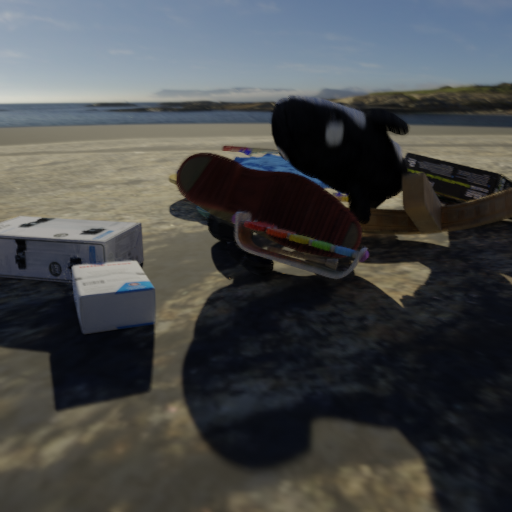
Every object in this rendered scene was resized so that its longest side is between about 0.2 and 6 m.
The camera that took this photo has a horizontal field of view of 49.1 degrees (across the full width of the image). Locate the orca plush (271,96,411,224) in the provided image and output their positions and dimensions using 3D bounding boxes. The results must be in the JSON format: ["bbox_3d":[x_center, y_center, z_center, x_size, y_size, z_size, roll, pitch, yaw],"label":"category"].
[{"bbox_3d":[1.673,-1.284,10.240,2.363,1.596,4.491,-3,-13,20],"label":"orca plush"}]

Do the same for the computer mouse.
[{"bbox_3d":[-0.337,-0.206,10.161,0.872,0.506,2.975,14,17,-19],"label":"computer mouse"}]

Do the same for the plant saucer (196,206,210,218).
[{"bbox_3d":[-0.677,-1.074,13.315,1.484,0.203,1.484,0,17,0],"label":"plant saucer"}]

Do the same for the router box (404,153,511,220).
[{"bbox_3d":[4.664,-1.573,12.717,1.772,0.734,2.364,11,10,-45],"label":"router box"}]

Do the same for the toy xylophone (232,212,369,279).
[{"bbox_3d":[0.651,-0.149,8.638,2.127,0.534,1.557,16,6,5],"label":"toy xylophone"}]

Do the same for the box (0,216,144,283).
[{"bbox_3d":[-3.230,-0.126,9.226,2.375,0.714,1.385,4,17,13],"label":"box"}]

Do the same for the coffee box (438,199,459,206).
[{"bbox_3d":[4.178,-1.088,12.913,0.583,0.412,1.032,0,15,-25],"label":"coffee box"}]

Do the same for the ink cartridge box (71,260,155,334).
[{"bbox_3d":[-1.915,0.503,7.424,0.920,0.540,1.257,-6,16,-21],"label":"ink cartridge box"}]

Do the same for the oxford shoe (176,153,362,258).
[{"bbox_3d":[0.277,-0.864,9.923,3.363,1.185,1.258,26,-5,12],"label":"oxford shoe"}]

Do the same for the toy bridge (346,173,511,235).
[{"bbox_3d":[3.104,-0.905,10.441,5.022,0.683,1.688,-6,-18,28],"label":"toy bridge"}]

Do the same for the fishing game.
[{"bbox_3d":[0.989,-2.006,14.392,3.333,0.724,4.655,-2,24,-23],"label":"fishing game"}]

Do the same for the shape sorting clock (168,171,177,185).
[{"bbox_3d":[-0.696,-2.026,15.630,3.462,0.679,3.462,0,17,0],"label":"shape sorting clock"}]
